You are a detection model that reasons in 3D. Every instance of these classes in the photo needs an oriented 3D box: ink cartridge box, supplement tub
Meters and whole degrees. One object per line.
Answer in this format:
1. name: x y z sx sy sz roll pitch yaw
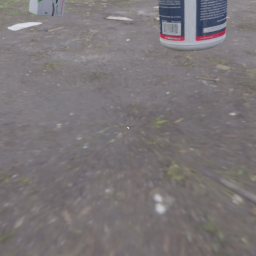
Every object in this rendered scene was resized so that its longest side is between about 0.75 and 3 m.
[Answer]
1. ink cartridge box: -2.639 -4.154 9.240 0.461 0.799 1.094 34 33 27
2. supplement tub: 1.496 -3.082 6.509 1.600 2.279 1.600 -5 29 3
